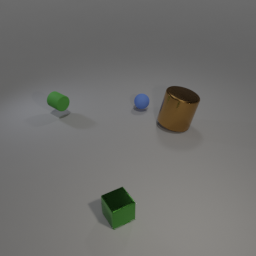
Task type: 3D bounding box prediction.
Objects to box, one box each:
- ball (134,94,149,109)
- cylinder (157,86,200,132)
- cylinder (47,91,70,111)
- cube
[{"bbox_3d":[0.631,-1.222,12.805,0.700,0.700,0.700,0,32,0],"label":"ball"},{"bbox_3d":[2.048,-0.789,11.436,1.400,1.400,1.400,10,33,-7],"label":"cylinder"},{"bbox_3d":[-3.016,-1.154,12.113,0.700,0.700,0.700,26,40,31],"label":"cylinder"},{"bbox_3d":[-0.266,2.180,7.665,0.700,0.700,0.700,-18,37,-25],"label":"cube"}]
